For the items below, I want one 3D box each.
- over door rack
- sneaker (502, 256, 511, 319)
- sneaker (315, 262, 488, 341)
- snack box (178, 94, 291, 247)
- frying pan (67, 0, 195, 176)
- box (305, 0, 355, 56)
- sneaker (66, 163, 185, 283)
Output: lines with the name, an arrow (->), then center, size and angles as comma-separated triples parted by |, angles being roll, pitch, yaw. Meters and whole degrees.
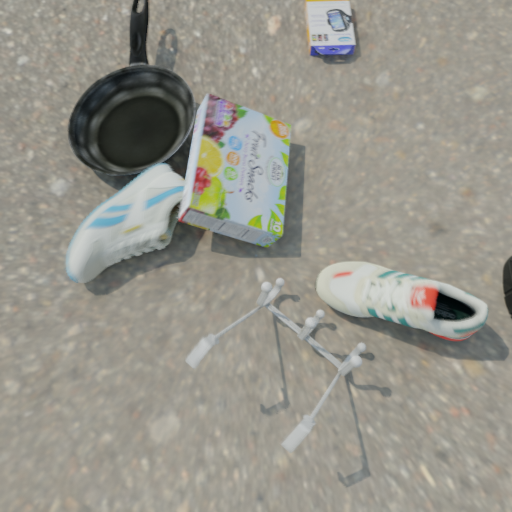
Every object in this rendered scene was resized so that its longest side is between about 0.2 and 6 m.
over door rack -> 0.487, 1.318, 7.989 | 1.830, 0.825, 2.477 | 39, 32, 11
sneaker -> 4.967, 0.936, 8.975 | 1.329, 0.872, 2.309 | -15, 73, -17
sneaker -> 2.245, 0.586, 8.608 | 2.650, 1.239, 0.933 | 17, 76, 7
snack box -> -0.312, -1.487, 9.751 | 1.690, 0.630, 2.376 | 16, 62, -21
frying pan -> -2.585, -3.152, 10.768 | 2.451, 0.659, 4.051 | -24, 65, -1
box -> 1.550, -4.797, 11.833 | 0.944, 0.329, 1.585 | -1, 67, -1
sneaker -> -2.079, -0.442, 9.434 | 1.033, 0.979, 2.559 | 40, 74, 15
